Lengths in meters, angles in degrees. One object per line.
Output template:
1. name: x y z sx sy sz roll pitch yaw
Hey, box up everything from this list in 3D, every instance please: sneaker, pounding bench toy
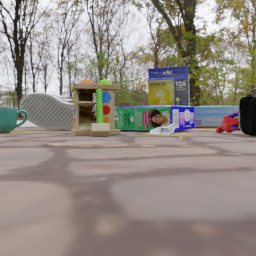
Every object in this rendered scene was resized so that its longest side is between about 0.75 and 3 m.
1. sneaker: -1.941 -0.472 8.992 2.890 1.133 1.147 11 8 9
2. pounding bench toy: -0.711 -0.486 6.379 1.017 1.277 1.637 -1 2 -17

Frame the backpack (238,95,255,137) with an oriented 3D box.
1. backpack: 2.634 -0.230 5.675 0.743 0.837 0.630 1 -2 31

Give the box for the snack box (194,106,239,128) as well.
1. snack box: 3.215 -0.460 11.811 2.186 0.877 2.592 -1 3 7

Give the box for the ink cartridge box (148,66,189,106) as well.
1. ink cartridge box: 1.859 -1.819 12.863 1.872 1.894 0.445 -2 17 11

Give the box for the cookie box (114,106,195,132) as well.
1. cookie box: 0.777 -0.292 8.496 1.988 0.747 1.700 0 3 34

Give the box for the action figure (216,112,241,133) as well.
1. action figure: 2.718 -0.222 6.363 1.593 0.521 0.412 -27 -40 36

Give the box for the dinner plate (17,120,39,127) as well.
1. dinner plate: -4.746 -0.208 13.592 2.705 0.328 2.705 2 2 0

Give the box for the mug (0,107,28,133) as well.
1. mug: -3.208 -0.195 7.129 1.062 0.657 0.873 1 1 8

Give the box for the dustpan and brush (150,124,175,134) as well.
1. dustpan and brush: 0.959 0.021 6.891 0.580 0.238 0.831 1 2 33
